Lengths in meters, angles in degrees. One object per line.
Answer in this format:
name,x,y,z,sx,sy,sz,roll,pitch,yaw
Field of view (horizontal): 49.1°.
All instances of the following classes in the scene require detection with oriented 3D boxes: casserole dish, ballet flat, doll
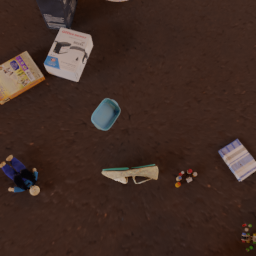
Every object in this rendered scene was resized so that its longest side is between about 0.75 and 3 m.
casserole dish,-0.759,-0.434,9.346,0.748,0.240,1.235,40,58,-12
ballet flat,0.085,1.671,9.857,2.014,0.679,0.628,-5,83,-1
doll,-3.792,1.774,9.931,1.674,0.406,1.142,41,68,6

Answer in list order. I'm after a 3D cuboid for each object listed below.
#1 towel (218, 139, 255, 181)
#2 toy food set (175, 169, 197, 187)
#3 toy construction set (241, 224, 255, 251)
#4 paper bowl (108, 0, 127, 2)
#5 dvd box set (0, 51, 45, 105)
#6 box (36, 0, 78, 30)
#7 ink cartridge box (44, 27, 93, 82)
towel,4.072,1.159,10.275,0.983,0.159,1.339,-30,74,-10
toy food set,2.047,1.732,9.949,0.893,0.402,0.426,-25,73,-8
toy construction set,4.132,3.580,9.334,0.664,0.612,0.797,-33,62,26
paper bowl,-0.450,-6.709,12.271,2.685,1.397,2.685,0,71,0
dvd box set,-4.579,-2.045,11.284,2.012,0.296,1.472,-34,75,-11
box,-2.885,-5.386,11.608,1.070,1.822,1.792,8,71,3
ink cartridge box,-2.371,-2.987,11.344,1.333,0.769,1.837,17,72,6
